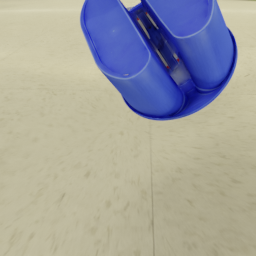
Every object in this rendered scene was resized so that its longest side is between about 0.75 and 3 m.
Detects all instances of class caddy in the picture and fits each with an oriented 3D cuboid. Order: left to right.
[{"bbox_3d":[0.457,-1.444,4.566,1.988,1.476,2.812,-33,54,14],"label":"caddy"}]

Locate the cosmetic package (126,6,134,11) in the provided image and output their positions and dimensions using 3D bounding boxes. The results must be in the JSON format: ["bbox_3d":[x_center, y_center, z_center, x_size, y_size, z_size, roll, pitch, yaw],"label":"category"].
[{"bbox_3d":[0.084,-2.264,5.961,1.484,0.612,0.376,-20,19,-18],"label":"cosmetic package"}]
